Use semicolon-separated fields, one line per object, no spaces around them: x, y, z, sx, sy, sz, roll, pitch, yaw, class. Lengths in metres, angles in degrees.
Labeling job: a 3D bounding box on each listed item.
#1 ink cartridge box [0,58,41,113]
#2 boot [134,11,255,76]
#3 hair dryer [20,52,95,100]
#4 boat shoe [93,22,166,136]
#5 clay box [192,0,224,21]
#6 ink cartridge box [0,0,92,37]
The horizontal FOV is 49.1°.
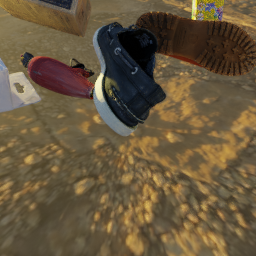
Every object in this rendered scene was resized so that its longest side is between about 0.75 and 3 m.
-3.105;-0.876;5.106;2.613;0.882;1.522;-16;42;-29;ink cartridge box
1.488;-1.910;6.279;2.711;1.017;1.453;17;14;-1;boot
-1.038;-1.008;4.911;1.420;0.506;1.864;-2;33;-29;hair dryer
0.058;-1.153;4.583;0.968;1.091;2.920;-35;30;24;boat shoe
2.735;-4.058;9.635;0.995;1.732;0.412;-10;38;-6;clay box
-2.158;-3.303;7.123;2.228;1.016;2.705;16;7;-7;ink cartridge box
